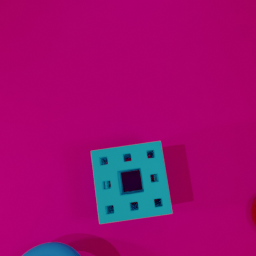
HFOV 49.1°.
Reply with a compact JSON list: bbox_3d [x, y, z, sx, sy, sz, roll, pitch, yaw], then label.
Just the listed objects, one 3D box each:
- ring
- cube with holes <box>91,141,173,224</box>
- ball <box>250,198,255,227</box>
[{"bbox_3d":[-1.635,3.173,5.358,1.910,0.382,1.910,-12,48,13],"label":"ring"},{"bbox_3d":[0.071,1.143,6.018,1.387,1.387,1.387,-8,80,0],"label":"cube with holes"},{"bbox_3d":[3.243,1.900,6.141,1.027,1.027,1.027,0,77,0],"label":"ball"}]
